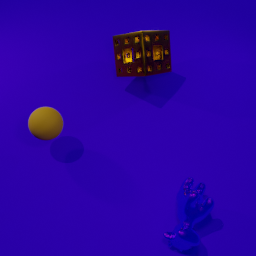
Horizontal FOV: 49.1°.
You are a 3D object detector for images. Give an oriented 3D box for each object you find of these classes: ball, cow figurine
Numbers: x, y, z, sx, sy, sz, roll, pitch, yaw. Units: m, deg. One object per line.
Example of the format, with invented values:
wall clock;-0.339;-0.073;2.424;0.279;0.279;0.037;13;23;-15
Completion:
ball;-2.290;-0.120;7.831;0.941;0.941;0.941;0;53;0
cow figurine;1.444;2.132;6.846;0.826;1.480;1.504;26;18;-8

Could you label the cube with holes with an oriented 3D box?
cube with holes;0.486;-2.477;9.381;1.352;1.352;1.352;-19;20;-41
